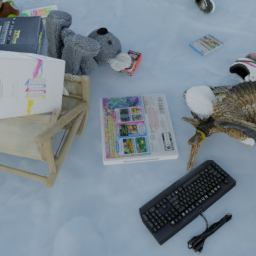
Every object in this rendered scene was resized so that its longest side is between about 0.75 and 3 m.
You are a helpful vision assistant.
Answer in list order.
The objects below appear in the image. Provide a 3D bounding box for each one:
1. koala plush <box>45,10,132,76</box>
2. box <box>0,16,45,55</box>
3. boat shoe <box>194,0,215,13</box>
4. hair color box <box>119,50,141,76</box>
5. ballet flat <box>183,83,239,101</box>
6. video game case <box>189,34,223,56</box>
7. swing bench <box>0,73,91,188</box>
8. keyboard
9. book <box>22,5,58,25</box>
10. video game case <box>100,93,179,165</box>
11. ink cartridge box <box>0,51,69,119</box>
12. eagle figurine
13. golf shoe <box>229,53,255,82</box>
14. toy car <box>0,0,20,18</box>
[{"bbox_3d":[-1.202,-2.471,9.013,2.334,2.145,2.070,-22,57,-33],"label":"koala plush"},{"bbox_3d":[-4.210,-2.744,9.745,2.311,0.748,2.931,-3,55,-3],"label":"box"},{"bbox_3d":[3.046,-5.420,11.743,0.477,0.598,1.581,-16,55,-18],"label":"boat shoe"},{"bbox_3d":[0.085,-2.247,9.681,0.478,0.288,0.941,18,58,11],"label":"hair color box"},{"bbox_3d":[2.727,-0.943,8.533,2.049,0.737,0.737,-7,55,-4],"label":"ballet flat"},{"bbox_3d":[2.910,-3.090,10.401,1.038,0.092,0.743,-31,60,-20],"label":"video game case"},{"bbox_3d":[-2.713,-0.281,7.389,2.723,1.776,2.738,13,43,10],"label":"swing bench"},{"bbox_3d":[1.652,1.916,6.772,2.549,0.263,1.620,-31,60,-19],"label":"keyboard"},{"bbox_3d":[-3.517,-4.543,11.328,1.405,0.338,0.939,-15,53,-8],"label":"book"},{"bbox_3d":[0.246,-0.041,8.145,2.046,0.266,2.248,-5,56,-3],"label":"video game case"},{"bbox_3d":[-2.597,-1.123,6.806,1.349,1.314,2.098,20,20,30],"label":"ink cartridge box"},{"bbox_3d":[3.041,-0.095,7.022,2.246,2.976,2.258,-1,85,-47],"label":"eagle figurine"},{"bbox_3d":[4.242,-1.443,8.834,1.065,0.839,2.312,-27,50,-13],"label":"golf shoe"},{"bbox_3d":[-4.989,-4.861,10.730,1.254,1.589,1.305,-16,56,-11],"label":"toy car"}]
